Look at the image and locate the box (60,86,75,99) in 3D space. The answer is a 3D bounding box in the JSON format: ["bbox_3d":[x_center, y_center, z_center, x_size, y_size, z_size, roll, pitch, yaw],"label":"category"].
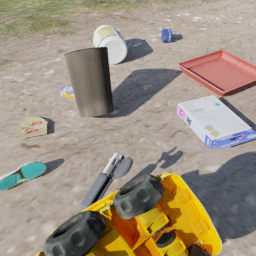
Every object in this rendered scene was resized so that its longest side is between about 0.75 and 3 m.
[{"bbox_3d":[-2.388,-1.483,11.669,0.908,0.188,0.541,13,42,19],"label":"box"}]

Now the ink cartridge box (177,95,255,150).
[{"bbox_3d":[3.052,-0.159,9.801,1.594,0.561,2.672,-14,39,-16],"label":"ink cartridge box"}]

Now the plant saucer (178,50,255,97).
[{"bbox_3d":[4.186,-2.451,12.554,2.902,0.533,2.896,-21,44,-24],"label":"plant saucer"}]

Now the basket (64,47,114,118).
[{"bbox_3d":[-1.305,-1.583,9.950,1.518,2.233,2.013,-12,12,-19],"label":"basket"}]

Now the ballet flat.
[{"bbox_3d":[-3.123,1.318,8.121,1.465,0.526,0.526,-23,45,-25],"label":"ballet flat"}]

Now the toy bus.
[{"bbox_3d":[-0.098,2.097,5.515,2.884,1.957,2.768,-33,4,-6],"label":"toy bus"}]

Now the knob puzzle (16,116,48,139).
[{"bbox_3d":[-3.386,-0.034,9.940,1.201,0.167,1.201,0,40,0],"label":"knob puzzle"}]

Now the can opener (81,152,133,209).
[{"bbox_3d":[-0.540,1.338,6.997,0.551,0.436,1.658,29,81,46],"label":"can opener"}]

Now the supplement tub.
[{"bbox_3d":[-0.930,-4.184,13.905,1.435,1.435,1.988,-10,41,-12],"label":"supplement tub"}]

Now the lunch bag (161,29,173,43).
[{"bbox_3d":[2.215,-5.213,15.773,0.610,0.627,0.923,0,38,-1],"label":"lunch bag"}]
